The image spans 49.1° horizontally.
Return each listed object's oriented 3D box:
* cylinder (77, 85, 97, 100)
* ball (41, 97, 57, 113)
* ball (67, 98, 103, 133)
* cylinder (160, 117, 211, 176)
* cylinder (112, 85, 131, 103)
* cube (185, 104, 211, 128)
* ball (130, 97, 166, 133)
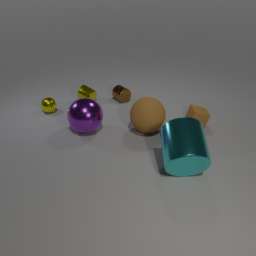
[{"bbox_3d":[-1.966,-1.625,13.473,0.700,0.700,0.700,30,39,16],"label":"cylinder"},{"bbox_3d":[-3.570,-1.035,12.621,0.700,0.700,0.700,0,31,0],"label":"ball"},{"bbox_3d":[-1.679,-0.487,11.036,1.400,1.400,1.400,0,31,0],"label":"ball"},{"bbox_3d":[1.770,0.603,8.786,1.400,1.400,1.400,-1,56,-2],"label":"cylinder"},{"bbox_3d":[-0.315,-1.674,13.702,0.700,0.700,0.700,-19,36,-29],"label":"cylinder"},{"bbox_3d":[2.826,-0.455,11.457,0.700,0.700,0.700,12,29,-12],"label":"cube"},{"bbox_3d":[0.772,-0.517,10.941,1.400,1.400,1.400,0,31,0],"label":"ball"}]
